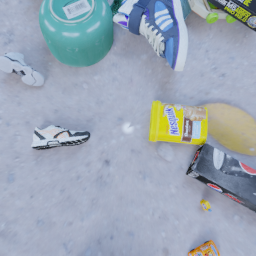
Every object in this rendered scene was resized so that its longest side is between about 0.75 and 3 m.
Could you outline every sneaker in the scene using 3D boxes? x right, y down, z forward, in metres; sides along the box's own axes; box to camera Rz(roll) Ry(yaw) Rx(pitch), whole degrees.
[{"bbox_3d":[-1.953,0.190,8.114,1.709,0.630,0.683,-5,72,-2],"label":"sneaker"},{"bbox_3d":[-3.237,-1.879,8.681,1.451,0.545,0.834,25,29,-22],"label":"sneaker"},{"bbox_3d":[0.594,-2.892,8.414,2.072,1.140,2.830,-1,65,-1],"label":"sneaker"}]

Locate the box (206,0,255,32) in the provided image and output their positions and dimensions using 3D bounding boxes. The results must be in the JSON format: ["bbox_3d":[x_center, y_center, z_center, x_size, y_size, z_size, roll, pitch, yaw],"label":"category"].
[{"bbox_3d":[3.923,-4.500,9.134,1.968,0.544,2.456,35,64,2],"label":"box"}]

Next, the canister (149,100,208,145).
[{"bbox_3d":[1.455,-0.133,8.178,1.599,0.692,1.188,6,74,0],"label":"canister"}]

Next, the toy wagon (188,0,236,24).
[{"bbox_3d":[3.068,-4.319,9.351,2.339,0.463,1.815,-8,73,-21],"label":"toy wagon"}]

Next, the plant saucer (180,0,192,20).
[{"bbox_3d":[1.666,-3.970,9.532,0.843,0.229,2.411,33,77,9],"label":"plant saucer"}]

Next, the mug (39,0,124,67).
[{"bbox_3d":[-1.492,-3.434,8.614,2.201,1.656,2.678,15,74,4],"label":"mug"}]

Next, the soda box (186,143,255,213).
[{"bbox_3d":[2.976,1.464,7.634,2.590,0.820,0.916,29,76,7],"label":"soda box"}]

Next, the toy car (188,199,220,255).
[{"bbox_3d":[1.929,2.789,7.383,0.838,0.569,1.709,-9,75,-3],"label":"toy car"}]
